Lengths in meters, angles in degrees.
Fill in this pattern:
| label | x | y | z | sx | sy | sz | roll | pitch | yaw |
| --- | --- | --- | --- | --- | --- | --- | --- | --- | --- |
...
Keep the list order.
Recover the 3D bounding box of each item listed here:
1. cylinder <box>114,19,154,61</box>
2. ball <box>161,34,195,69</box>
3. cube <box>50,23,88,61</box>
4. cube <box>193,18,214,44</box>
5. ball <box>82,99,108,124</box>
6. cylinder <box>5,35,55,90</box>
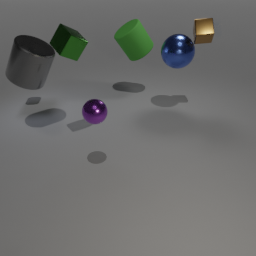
| label | x | y | z | sx | sy | sz | roll | pitch | yaw |
| --- | --- | --- | --- | --- | --- | --- | --- | --- | --- |
| cylinder | 0.286 | -4.182 | 13.358 | 1.400 | 1.400 | 1.400 | -26 | 36 | 21 |
| ball | 2.071 | -3.179 | 11.639 | 1.400 | 1.400 | 1.400 | 0 | 29 | 0 |
| cube | -1.773 | -2.552 | 8.386 | 0.700 | 0.700 | 0.700 | 5 | 38 | -53 |
| cube | 2.983 | -3.832 | 11.099 | 0.700 | 0.700 | 0.700 | -3 | -13 | 7 |
| ball | -0.908 | -0.447 | 7.662 | 0.700 | 0.700 | 0.700 | 0 | 29 | 0 |
| cylinder | -3.461 | -2.313 | 9.921 | 1.400 | 1.400 | 1.400 | 22 | 32 | -15 |
